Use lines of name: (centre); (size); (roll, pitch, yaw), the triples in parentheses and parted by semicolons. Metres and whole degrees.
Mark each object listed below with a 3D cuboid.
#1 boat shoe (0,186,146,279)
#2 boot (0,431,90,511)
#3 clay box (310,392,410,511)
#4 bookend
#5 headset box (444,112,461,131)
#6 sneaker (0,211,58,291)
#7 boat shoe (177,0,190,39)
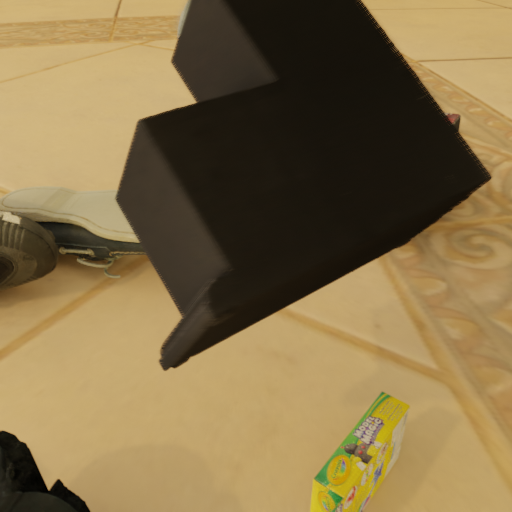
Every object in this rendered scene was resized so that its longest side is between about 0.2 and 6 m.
boat shoe: (-2.306, -0.335, 7.959); (2.901, 0.897, 1.086); (5, 37, 11)
boot: (-2.822, 2.309, 3.719); (3.257, 1.244, 2.736); (22, 43, 18)
clay box: (0.848, 1.882, 4.824); (0.318, 0.769, 1.338); (24, 40, 32)
bookend: (-0.075, -1.019, 4.637); (2.812, 1.295, 2.794); (-26, 77, -30)
headset box: (1.637, -1.720, 9.232); (3.578, 1.382, 2.663); (15, 27, 20)
sneaker: (-4.266, 0.296, 6.876); (3.559, 1.183, 1.610); (-2, 37, 3)
boat shoe: (-0.420, -4.234, 9.148); (1.004, 2.838, 1.288); (18, 9, 9)
